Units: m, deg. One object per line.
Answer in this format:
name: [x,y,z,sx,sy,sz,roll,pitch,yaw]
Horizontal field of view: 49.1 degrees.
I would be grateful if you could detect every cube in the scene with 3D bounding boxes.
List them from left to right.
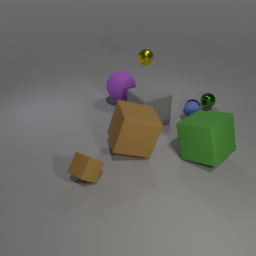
cube: [-1.324,1.239,8.796,0.700,0.700,0.700,17,-8,38]
cube: [0.198,0.031,9.918,1.400,1.400,1.400,10,29,-19]
cube: [0.897,-0.927,12.021,1.400,1.400,1.400,-16,35,-24]
cube: [2.716,0.303,9.682,1.400,1.400,1.400,-27,24,-38]

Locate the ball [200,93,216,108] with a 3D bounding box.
ball: [3.724,-1.283,13.043,0.700,0.700,0.700,0,32,0]

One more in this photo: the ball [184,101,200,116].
ball: [2.750,-0.799,12.025,0.700,0.700,0.700,0,32,0]

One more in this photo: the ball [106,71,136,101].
ball: [-0.321,-1.994,13.279,1.400,1.400,1.400,0,32,0]

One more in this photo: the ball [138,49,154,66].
ball: [0.767,-3.044,12.095,0.700,0.700,0.700,0,32,0]

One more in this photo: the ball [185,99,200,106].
ball: [2.934,-0.969,12.749,0.700,0.700,0.700,0,32,0]
